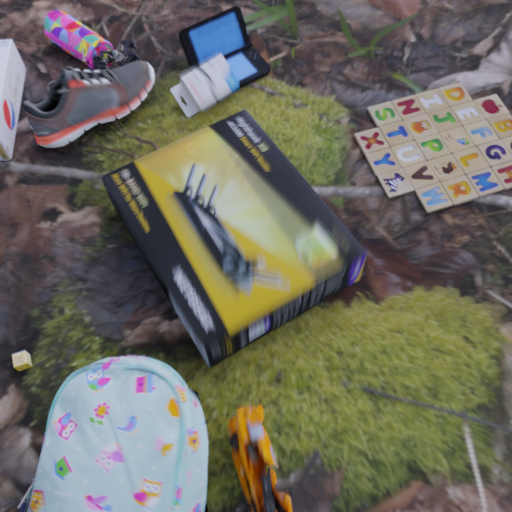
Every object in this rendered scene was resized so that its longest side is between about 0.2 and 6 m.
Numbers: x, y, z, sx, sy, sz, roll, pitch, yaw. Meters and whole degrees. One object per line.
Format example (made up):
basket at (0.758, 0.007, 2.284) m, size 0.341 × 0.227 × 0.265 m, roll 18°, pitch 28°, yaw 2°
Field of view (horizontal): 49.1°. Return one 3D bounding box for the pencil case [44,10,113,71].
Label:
pencil case at (-4.251, -5.126, 13.371) m, size 1.886 × 0.834 × 0.834 m, roll 37°, pitch 68°, yaw 20°

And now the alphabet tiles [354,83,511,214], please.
alphabet tiles at (4.164, -2.473, 12.353) m, size 3.609 × 0.114 × 3.003 m, roll -17°, pitch 63°, yaw -9°

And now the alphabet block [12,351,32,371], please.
alphabet block at (-4.188, 1.877, 10.012) m, size 0.249 × 0.247 × 0.253 m, roll -18°, pitch 63°, yaw -7°

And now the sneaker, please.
sneaker at (-3.588, -3.561, 12.110) m, size 3.058 × 1.252 × 1.178 m, roll -39°, pitch 48°, yaw -17°

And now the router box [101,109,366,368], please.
router box at (-0.517, -0.531, 10.657) m, size 3.305 × 1.098 × 4.204 m, roll -29°, pitch 63°, yaw -14°

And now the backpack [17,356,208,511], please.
backpack at (-1.861, 3.281, 8.108) m, size 2.948 × 2.236 × 3.532 m, roll 5°, pitch 66°, yaw 1°

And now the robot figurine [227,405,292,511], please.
robot figurine at (0.047, 3.335, 8.574) m, size 0.559 × 1.393 × 1.922 m, roll -11°, pitch 68°, yaw -17°

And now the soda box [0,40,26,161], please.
soda box at (-5.839, -3.459, 12.398) m, size 0.888 × 0.950 × 2.788 m, roll -3°, pitch 62°, yaw -2°

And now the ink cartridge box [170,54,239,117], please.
ink cartridge box at (-1.165, -3.806, 12.581) m, size 1.351 × 0.458 × 0.783 m, roll -34°, pitch 98°, yaw -8°

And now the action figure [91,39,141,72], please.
action figure at (-3.292, -4.472, 13.034) m, size 0.700 × 0.816 × 1.373 m, roll 33°, pitch 61°, yaw 19°

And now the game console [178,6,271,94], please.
game console at (-0.703, -4.727, 13.046) m, size 1.693 × 0.986 × 1.489 m, roll -30°, pitch 66°, yaw -14°
